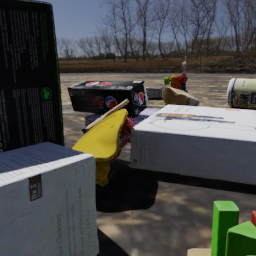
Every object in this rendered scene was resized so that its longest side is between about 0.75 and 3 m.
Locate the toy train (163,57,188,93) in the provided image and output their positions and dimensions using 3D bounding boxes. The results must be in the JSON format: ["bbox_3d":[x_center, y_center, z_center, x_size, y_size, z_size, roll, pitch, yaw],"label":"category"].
[{"bbox_3d":[2.146,-2.250,12.843,1.116,1.928,0.816,-1,12,15],"label":"toy train"}]

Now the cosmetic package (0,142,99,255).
[{"bbox_3d":[-1.061,0.763,1.915,0.708,0.985,1.745,10,18,38],"label":"cosmetic package"}]

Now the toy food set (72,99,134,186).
[{"bbox_3d":[-0.311,0.295,4.342,1.142,0.634,1.942,-34,14,20],"label":"toy food set"}]

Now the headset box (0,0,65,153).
[{"bbox_3d":[-2.056,-0.310,3.664,1.210,2.271,2.608,-13,17,-42],"label":"headset box"}]

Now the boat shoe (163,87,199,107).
[{"bbox_3d":[1.995,-1.150,10.871,0.630,0.700,1.940,2,15,-25],"label":"boat shoe"}]

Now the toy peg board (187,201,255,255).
[{"bbox_3d":[1.140,0.981,1.673,1.324,0.650,1.329,0,14,2],"label":"toy peg board"}]

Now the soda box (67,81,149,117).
[{"bbox_3d":[-0.520,-0.751,6.864,1.987,0.703,0.629,7,31,34],"label":"soda box"}]

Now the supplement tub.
[{"bbox_3d":[4.583,-1.291,10.468,1.501,1.088,1.088,8,16,31],"label":"supplement tub"}]

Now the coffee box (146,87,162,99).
[{"bbox_3d":[0.976,-1.662,13.298,1.304,0.520,0.746,2,13,7],"label":"coffee box"}]

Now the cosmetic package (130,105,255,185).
[{"bbox_3d":[1.478,0.121,5.272,2.108,0.722,2.796,7,15,18],"label":"cosmetic package"}]

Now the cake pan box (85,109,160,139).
[{"bbox_3d":[0.063,-0.174,7.059,1.664,0.472,1.806,4,14,28],"label":"cake pan box"}]
